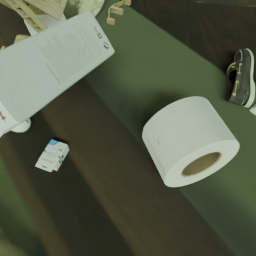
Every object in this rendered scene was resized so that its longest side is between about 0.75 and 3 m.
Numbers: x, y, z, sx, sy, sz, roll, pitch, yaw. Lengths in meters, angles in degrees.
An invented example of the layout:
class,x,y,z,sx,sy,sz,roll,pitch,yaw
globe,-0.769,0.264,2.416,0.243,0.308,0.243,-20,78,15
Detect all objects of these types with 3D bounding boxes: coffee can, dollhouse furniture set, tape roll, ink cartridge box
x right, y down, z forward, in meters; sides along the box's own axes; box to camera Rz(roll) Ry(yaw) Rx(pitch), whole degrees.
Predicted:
class,x,y,z,sx,sy,sz,roll,pitch,yaw
coffee can,-2.304,-5.493,10.589,1.910,1.910,2.609,-27,60,-17
dollhouse furniture set,-2.807,-2.530,6.468,2.401,1.335,2.123,22,92,44
tape roll,1.434,0.357,6.631,1.898,1.898,1.303,-17,57,-11
ink cartridge box,-1.971,0.771,7.314,0.496,0.286,0.857,18,58,12

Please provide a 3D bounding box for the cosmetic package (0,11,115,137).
class,x,y,z,sx,sy,sz,roll,pitch,yaw
cosmetic package,-1.305,-0.818,4.113,0.860,1.182,2.324,56,40,-15

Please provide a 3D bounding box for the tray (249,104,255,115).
class,x,y,z,sx,sy,sz,roll,pitch,yaw
tray,4.670,-0.808,8.438,1.976,0.219,1.061,-37,64,-22

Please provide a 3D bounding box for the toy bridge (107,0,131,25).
class,x,y,z,sx,sy,sz,roll,pitch,yaw
toy bridge,-0.443,-4.650,11.052,0.548,0.222,1.630,21,58,14

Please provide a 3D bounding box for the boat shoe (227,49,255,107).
class,x,y,z,sx,sy,sz,roll,pitch,yaw
boat shoe,3.437,-1.653,8.661,0.665,0.788,2.210,9,59,2

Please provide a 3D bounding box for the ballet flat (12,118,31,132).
class,x,y,z,sx,sy,sz,roll,pitch,yaw
ballet flat,-3.848,-0.406,7.853,2.241,0.778,0.778,9,56,7

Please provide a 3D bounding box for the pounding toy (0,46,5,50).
class,x,y,z,sx,sy,sz,roll,pitch,yaw
pounding toy,-3.624,-2.032,8.861,1.543,0.885,0.882,-21,54,-13

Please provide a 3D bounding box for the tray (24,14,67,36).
class,x,y,z,sx,sy,sz,roll,pitch,yaw
tray,-2.414,-2.928,9.384,1.299,0.268,2.420,-28,79,-3
